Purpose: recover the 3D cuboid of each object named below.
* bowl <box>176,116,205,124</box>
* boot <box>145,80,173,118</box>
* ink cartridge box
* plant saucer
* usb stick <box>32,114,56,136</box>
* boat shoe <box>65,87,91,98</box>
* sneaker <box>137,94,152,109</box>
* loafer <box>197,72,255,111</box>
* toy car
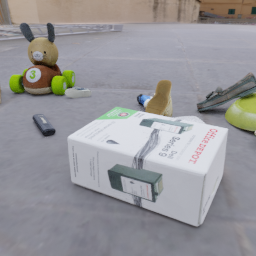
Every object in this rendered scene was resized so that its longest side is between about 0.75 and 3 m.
[{"bbox_3d":[1.637,-0.003,7.717,0.884,0.330,0.883,-5,25,-14],"label":"bowl"},{"bbox_3d":[0.910,-0.459,7.835,0.540,1.153,1.484,8,53,17],"label":"boot"},{"bbox_3d":[0.456,0.550,5.567,2.626,1.104,1.916,12,27,25],"label":"ink cartridge box"},{"bbox_3d":[4.355,-0.620,8.342,2.790,0.434,2.790,-9,22,4],"label":"plant saucer"},{"bbox_3d":[-2.443,-0.114,8.085,0.376,0.221,1.354,-14,28,-26],"label":"usb stick"},{"bbox_3d":[-1.902,-1.370,10.635,1.003,0.376,0.310,-7,27,-18],"label":"boat shoe"},{"bbox_3d":[0.524,-0.909,9.604,0.547,0.377,0.983,13,23,13],"label":"sneaker"},{"bbox_3d":[3.175,-1.173,9.137,2.072,0.652,0.745,-21,7,5],"label":"loafer"},{"bbox_3d":[-3.415,-2.771,11.013,2.126,2.588,2.042,3,25,7],"label":"toy car"}]
